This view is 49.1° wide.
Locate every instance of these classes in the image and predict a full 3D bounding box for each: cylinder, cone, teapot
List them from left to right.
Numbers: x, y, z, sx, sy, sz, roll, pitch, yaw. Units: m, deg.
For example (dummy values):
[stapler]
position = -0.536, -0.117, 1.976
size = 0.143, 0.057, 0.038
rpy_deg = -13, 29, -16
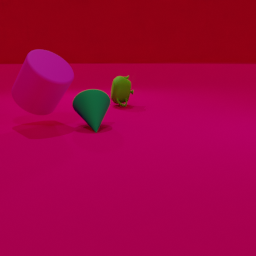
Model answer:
[cylinder]
position = -2.384, -1.256, 7.829
size = 1.320, 1.320, 1.320
rpy_deg = 26, 37, -22
[cone]
position = -0.903, -0.281, 7.400
size = 1.049, 1.049, 1.053
rpy_deg = -3, 51, -13
[teapot]
position = -0.207, -1.511, 11.041
size = 0.855, 1.085, 1.745
rpy_deg = 7, 52, -9
